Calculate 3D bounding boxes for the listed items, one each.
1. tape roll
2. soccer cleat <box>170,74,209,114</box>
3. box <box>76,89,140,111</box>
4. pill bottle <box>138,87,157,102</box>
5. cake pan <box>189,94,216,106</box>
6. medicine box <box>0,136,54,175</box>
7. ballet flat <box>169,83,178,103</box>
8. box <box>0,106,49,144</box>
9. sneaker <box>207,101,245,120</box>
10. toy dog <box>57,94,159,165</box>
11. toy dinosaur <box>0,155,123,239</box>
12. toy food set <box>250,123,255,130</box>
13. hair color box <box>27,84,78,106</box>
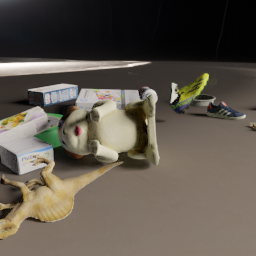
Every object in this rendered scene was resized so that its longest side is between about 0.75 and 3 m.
[{"bbox_3d":[-3.164,0.077,9.513,2.475,0.595,2.475,0,17,0],"label":"tape roll"},{"bbox_3d":[2.460,-1.460,11.242,0.821,1.963,0.635,39,7,8],"label":"soccer cleat"},{"bbox_3d":[-0.901,-1.292,13.441,2.906,0.598,2.265,1,24,-2],"label":"box"},{"bbox_3d":[1.078,-1.713,14.991,0.796,0.796,1.331,-4,18,-13],"label":"pill bottle"},{"bbox_3d":[3.732,-1.517,15.115,1.890,0.347,1.890,0,17,0],"label":"cake pan"},{"bbox_3d":[-2.724,0.701,7.531,1.098,0.565,1.000,17,24,41],"label":"medicine box"},{"bbox_3d":[1.822,-1.387,11.085,0.328,0.328,0.946,3,61,10],"label":"ballet flat"},{"bbox_3d":[-3.604,0.244,7.698,2.895,0.600,0.560,-28,49,-30],"label":"box"},{"bbox_3d":[4.259,-0.805,12.210,1.657,0.700,0.621,11,20,30],"label":"sneaker"},{"bbox_3d":[-0.634,-0.007,7.849,2.645,1.846,2.565,-3,10,-4],"label":"toy dog"},{"bbox_3d":[-1.578,1.281,5.747,2.904,0.845,1.468,-25,45,-39],"label":"toy dinosaur"},{"bbox_3d":[5.039,-0.065,10.591,0.556,0.234,0.775,0,17,0],"label":"toy food set"},{"bbox_3d":[-4.099,-1.872,15.530,1.279,0.774,2.558,11,20,31],"label":"hair color box"}]
